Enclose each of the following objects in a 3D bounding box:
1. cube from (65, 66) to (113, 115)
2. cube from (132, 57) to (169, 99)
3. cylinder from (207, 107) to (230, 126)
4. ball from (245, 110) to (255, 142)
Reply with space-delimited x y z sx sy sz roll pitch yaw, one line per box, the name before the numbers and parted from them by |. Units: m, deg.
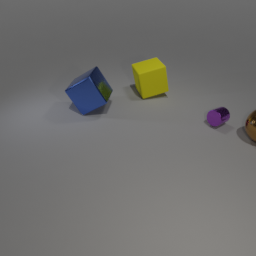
cube | -1.733 -1.694 12.731 1.400 1.400 1.400 -24 24 22
cube | 1.120 -2.560 14.253 1.400 1.400 1.400 -17 35 -5
cylinder | 3.792 -0.486 11.761 0.700 0.700 0.700 -18 36 -38
ball | 5.172 -0.080 10.577 1.400 1.400 1.400 0 32 0
